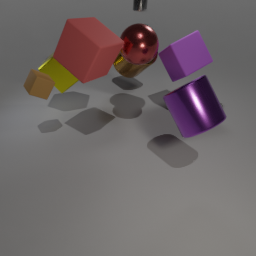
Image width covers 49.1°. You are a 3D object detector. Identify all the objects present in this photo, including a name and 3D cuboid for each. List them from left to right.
[{"bbox_3d":[-3.087,-1.513,9.732,0.700,0.700,0.700,15,22,-45],"label":"cube"},{"bbox_3d":[-2.710,-2.640,12.060,1.400,1.400,1.400,-33,26,21],"label":"cube"},{"bbox_3d":[-1.255,-2.515,8.965,1.400,1.400,1.400,41,36,9],"label":"cube"},{"bbox_3d":[0.271,-2.948,11.450,1.400,1.400,1.400,-22,-1,-31],"label":"cylinder"},{"bbox_3d":[0.378,-2.915,9.798,1.400,1.400,1.400,0,32,0],"label":"ball"},{"bbox_3d":[0.605,-6.158,13.881,0.700,0.700,0.700,4,24,-2],"label":"cylinder"},{"bbox_3d":[2.367,-2.949,11.693,1.400,1.400,1.400,-30,7,-13],"label":"cube"},{"bbox_3d":[1.944,-0.627,8.248,1.400,1.400,1.400,-27,3,2],"label":"cylinder"}]
